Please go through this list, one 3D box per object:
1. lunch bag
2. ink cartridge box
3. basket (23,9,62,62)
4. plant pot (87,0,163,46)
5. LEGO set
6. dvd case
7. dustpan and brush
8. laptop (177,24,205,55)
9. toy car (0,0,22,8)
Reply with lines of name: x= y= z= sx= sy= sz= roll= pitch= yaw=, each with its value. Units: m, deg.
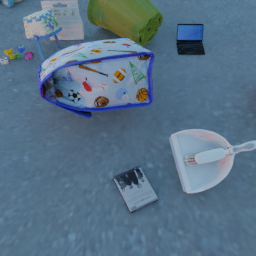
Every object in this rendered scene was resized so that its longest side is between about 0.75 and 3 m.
lunch bag: x=-0.988 y=-1.414 z=7.630 sx=2.816 sy=1.744 sz=2.394 roll=-8 pitch=25 yaw=-14
ink cartridge box: x=-2.303 y=-3.892 z=10.014 sx=1.282 sy=1.581 sz=0.396 roll=-2 pitch=52 yaw=-1
basket: x=-2.765 y=-3.085 z=9.346 sx=1.021 sy=1.468 sz=1.295 roll=-1 pitch=36 yaw=14
plant pot: x=0.060 y=-4.081 z=10.071 sx=2.108 sy=2.220 sz=2.220 roll=42 pitch=62 yaw=13
LEGO set: x=-3.881 y=-2.485 z=9.662 sx=1.159 sy=0.442 sz=0.476 roll=-19 pitch=55 yaw=-13
dvd case: x=0.172 y=1.473 z=6.817 sx=0.757 sy=0.125 sz=1.007 roll=-21 pitch=56 yaw=-16
dustpan and brush: x=2.191 y=0.609 z=6.708 sx=2.104 sy=0.602 sz=1.468 roll=-11 pitch=80 yaw=-19
laptop: x=2.284 y=-3.218 z=10.141 sx=0.974 sy=0.567 sz=1.099 roll=1 pitch=52 yaw=1
toy car: x=-5.166 y=-6.219 z=11.830 sx=1.361 sy=1.539 sz=1.419 roll=20 pitch=54 yaw=14
